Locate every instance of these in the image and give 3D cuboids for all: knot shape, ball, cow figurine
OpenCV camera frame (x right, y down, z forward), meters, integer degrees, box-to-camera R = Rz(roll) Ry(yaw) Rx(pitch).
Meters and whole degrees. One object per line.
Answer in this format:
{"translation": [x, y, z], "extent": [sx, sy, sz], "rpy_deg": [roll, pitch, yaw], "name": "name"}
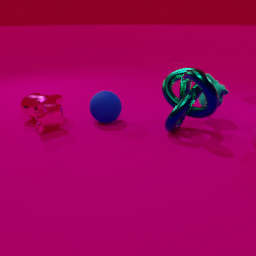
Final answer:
{"translation": [1.552, -0.800, 7.033], "extent": [0.867, 1.877, 1.757], "rpy_deg": [16, -10, -22], "name": "knot shape"}
{"translation": [-0.643, -0.604, 8.069], "extent": [0.934, 0.934, 0.934], "rpy_deg": [0, 22, 0], "name": "ball"}
{"translation": [-2.466, -0.501, 7.899], "extent": [1.652, 0.907, 1.626], "rpy_deg": [10, 19, 17], "name": "cow figurine"}

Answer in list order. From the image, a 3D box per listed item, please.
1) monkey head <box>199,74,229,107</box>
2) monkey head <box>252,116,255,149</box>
{"translation": [2.350, -1.014, 8.123], "extent": [0.815, 0.973, 1.353], "rpy_deg": [-41, -6, 6], "name": "monkey head"}
{"translation": [3.282, 0.142, 6.068], "extent": [1.119, 0.937, 1.556], "rpy_deg": [-8, 6, 19], "name": "monkey head"}
